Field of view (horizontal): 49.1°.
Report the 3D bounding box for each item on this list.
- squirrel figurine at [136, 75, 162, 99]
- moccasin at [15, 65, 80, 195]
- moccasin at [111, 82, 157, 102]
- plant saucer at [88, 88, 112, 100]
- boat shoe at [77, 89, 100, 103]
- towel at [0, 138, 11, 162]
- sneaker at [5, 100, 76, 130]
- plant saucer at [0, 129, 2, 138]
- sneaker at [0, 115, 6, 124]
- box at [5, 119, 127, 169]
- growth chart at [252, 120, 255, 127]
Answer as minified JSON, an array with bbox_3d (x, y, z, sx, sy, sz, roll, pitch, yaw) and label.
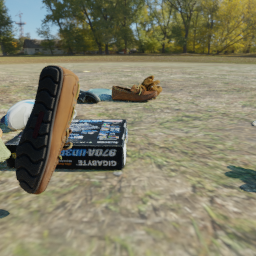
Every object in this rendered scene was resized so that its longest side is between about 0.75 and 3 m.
[{"bbox_3d":[1.178,-2.128,15.974,1.644,1.164,1.535,-17,29,-6],"label":"squirrel figurine"},{"bbox_3d":[-1.397,0.055,5.073,0.841,2.300,0.888,7,-6,28],"label":"moccasin"},{"bbox_3d":[0.333,-1.963,15.123,2.528,0.976,0.925,7,18,22],"label":"moccasin"},{"bbox_3d":[-1.643,-2.007,16.288,2.212,0.426,2.212,0,17,0],"label":"plant saucer"},{"bbox_3d":[-2.272,-1.604,14.860,1.950,0.700,0.659,20,63,33],"label":"boat shoe"},{"bbox_3d":[-3.582,0.132,5.330,1.836,0.451,2.475,51,20,12],"label":"towel"},{"bbox_3d":[-3.157,-0.506,10.299,2.595,0.993,1.048,-19,32,-40],"label":"sneaker"},{"bbox_3d":[-4.869,0.409,8.159,2.244,0.420,2.244,1,17,0],"label":"plant saucer"},{"bbox_3d":[-4.426,-0.358,10.882,1.065,0.438,0.394,-19,47,-3],"label":"sneaker"},{"bbox_3d":[-1.505,0.355,7.824,2.933,0.675,2.331,0,17,1],"label":"box"},{"bbox_3d":[5.143,-0.184,10.724,0.705,0.086,0.974,7,18,23],"label":"growth chart"}]
